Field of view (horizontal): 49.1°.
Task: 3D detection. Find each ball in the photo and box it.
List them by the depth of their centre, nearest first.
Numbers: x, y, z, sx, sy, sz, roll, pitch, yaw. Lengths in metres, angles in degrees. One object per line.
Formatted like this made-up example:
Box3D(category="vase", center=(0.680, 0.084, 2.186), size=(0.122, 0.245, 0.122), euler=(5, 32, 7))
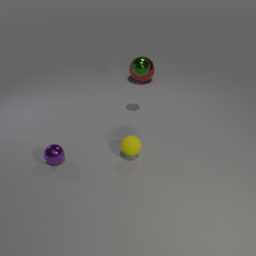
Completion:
Box3D(category="ball", center=(-2.532, 0.898, 9.613), size=(0.700, 0.700, 0.700), euler=(0, 32, 0))
Box3D(category="ball", center=(0.106, 0.615, 9.664), size=(0.700, 0.700, 0.700), euler=(0, 32, 0))
Box3D(category="ball", center=(0.501, -2.390, 10.889), size=(0.700, 0.700, 0.700), euler=(0, 32, 0))
Box3D(category="ball", center=(0.768, -3.222, 15.408), size=(1.400, 1.400, 1.400), euler=(0, 32, 0))
